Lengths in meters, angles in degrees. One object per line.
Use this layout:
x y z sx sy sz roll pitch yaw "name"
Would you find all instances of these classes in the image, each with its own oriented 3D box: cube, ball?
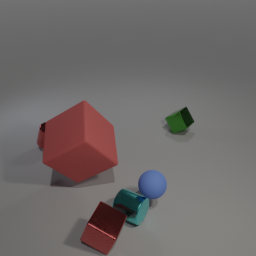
-0.540 2.227 6.259 0.700 0.700 0.700 28 37 5 "cube"
-1.269 0.401 7.576 1.400 1.400 1.400 -26 47 19 "cube"
0.594 1.373 6.815 0.700 0.700 0.700 0 29 0 "ball"
2.001 -0.304 10.798 0.700 0.700 0.700 -26 5 42 "cube"

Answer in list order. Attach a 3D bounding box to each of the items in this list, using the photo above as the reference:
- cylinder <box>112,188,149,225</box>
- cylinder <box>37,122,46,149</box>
0.072 1.953 6.988 0.700 0.700 0.700 16 33 26 "cylinder"
-2.746 0.269 9.673 0.700 0.700 0.700 16 32 -10 "cylinder"
